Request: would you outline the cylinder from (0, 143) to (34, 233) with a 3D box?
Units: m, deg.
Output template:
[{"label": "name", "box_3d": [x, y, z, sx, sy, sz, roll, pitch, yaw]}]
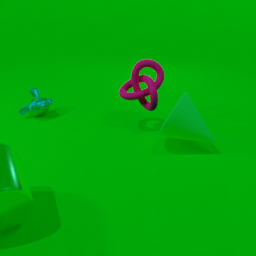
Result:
[{"label": "cylinder", "box_3d": [-2.599, 1.144, 5.349, 1.269, 1.269, 1.269, -15, 46, -24]}]

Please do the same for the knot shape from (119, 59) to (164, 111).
[{"label": "knot shape", "box_3d": [0.346, -1.199, 8.153, 1.356, 1.449, 0.669, -4, -7, 34]}]

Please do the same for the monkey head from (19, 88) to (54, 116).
[{"label": "monkey head", "box_3d": [-3.039, -0.855, 9.334, 1.227, 0.883, 0.740, -26, 7, -30]}]

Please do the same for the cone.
[{"label": "cone", "box_3d": [1.759, 0.004, 7.485, 1.396, 1.391, 1.391, 33, 38, 9]}]
